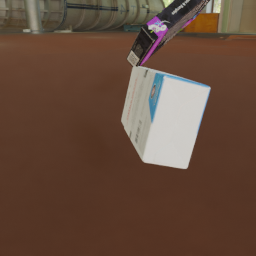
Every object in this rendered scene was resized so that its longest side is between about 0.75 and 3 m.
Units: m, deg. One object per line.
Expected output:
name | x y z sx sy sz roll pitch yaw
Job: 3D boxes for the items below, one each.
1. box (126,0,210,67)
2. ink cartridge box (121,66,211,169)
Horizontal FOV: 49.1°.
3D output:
box | 1.191 -2.756 7.119 2.672 0.482 1.910 -42 2 -13
ink cartridge box | 0.339 -0.239 3.375 0.504 0.875 1.511 10 15 -12
